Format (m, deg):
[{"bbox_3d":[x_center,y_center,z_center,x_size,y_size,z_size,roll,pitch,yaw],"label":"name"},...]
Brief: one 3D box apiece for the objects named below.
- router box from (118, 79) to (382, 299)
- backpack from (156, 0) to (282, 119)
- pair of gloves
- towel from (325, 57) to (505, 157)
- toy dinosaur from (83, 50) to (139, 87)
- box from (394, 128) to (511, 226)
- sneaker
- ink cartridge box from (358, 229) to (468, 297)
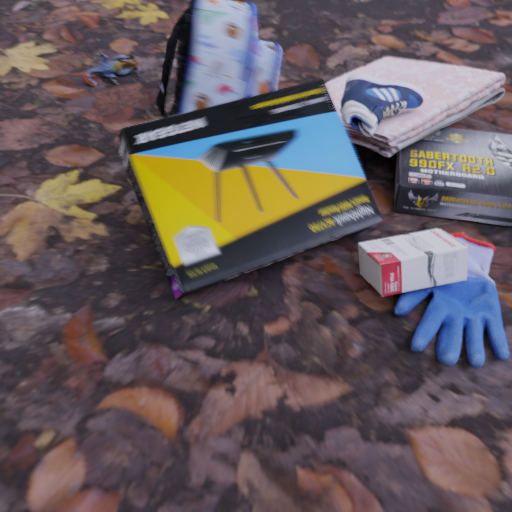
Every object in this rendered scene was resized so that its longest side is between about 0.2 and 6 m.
[{"bbox_3d":[-0.075,-1.155,9.100,3.568,0.911,2.661,-20,84,-19],"label":"router box"},{"bbox_3d":[-0.683,-3.410,10.642,2.268,2.804,2.944,0,21,-13],"label":"backpack"},{"bbox_3d":[3.978,0.872,8.314,3.558,0.405,2.860,17,47,18],"label":"pair of gloves"},{"bbox_3d":[2.735,-3.296,11.946,3.703,0.597,3.537,-30,37,-25],"label":"towel"},{"bbox_3d":[-3.658,-4.636,14.138,1.341,0.776,1.478,-16,10,-2],"label":"toy dinosaur"},{"bbox_3d":[4.080,-1.558,10.621,2.784,0.673,2.205,9,44,9],"label":"box"},{"bbox_3d":[2.268,-2.584,10.136,1.548,0.624,1.134,12,73,-9],"label":"sneaker"},{"bbox_3d":[2.413,0.084,8.714,1.388,0.575,1.018,-10,21,-6],"label":"ink cartridge box"}]
